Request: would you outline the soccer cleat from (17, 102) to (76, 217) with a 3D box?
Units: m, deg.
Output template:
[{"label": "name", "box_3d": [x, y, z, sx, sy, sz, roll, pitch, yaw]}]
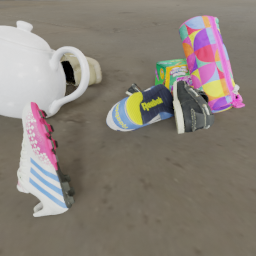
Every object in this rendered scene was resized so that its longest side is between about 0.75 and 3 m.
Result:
[{"label": "soccer cleat", "box_3d": [-1.454, 0.560, 4.415, 0.812, 1.881, 0.657, -17, 12, -6]}]

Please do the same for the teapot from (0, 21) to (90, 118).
[{"label": "teapot", "box_3d": [-2.788, -1.618, 7.195, 2.909, 2.125, 2.871, 11, 18, -29]}]

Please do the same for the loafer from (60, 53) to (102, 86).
[{"label": "loafer", "box_3d": [-1.921, -1.998, 9.322, 0.936, 1.037, 2.741, -20, 26, -33]}]

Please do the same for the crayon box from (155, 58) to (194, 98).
[{"label": "crayon box", "box_3d": [1.824, -1.524, 8.676, 1.976, 1.174, 0.576, -12, 31, -21]}]

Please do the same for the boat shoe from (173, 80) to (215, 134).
[{"label": "boat shoe", "box_3d": [1.526, -0.591, 6.800, 0.839, 0.891, 2.482, -11, 22, 11]}]

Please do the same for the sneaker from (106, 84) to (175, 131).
[{"label": "sneaker", "box_3d": [0.411, -0.486, 7.011, 1.006, 0.904, 2.445, -26, -7, 37]}]

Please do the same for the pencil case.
[{"label": "pencil case", "box_3d": [2.261, -1.684, 7.620, 1.209, 2.735, 1.209, -15, -9, -3]}]

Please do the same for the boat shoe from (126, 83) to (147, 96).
[{"label": "boat shoe", "box_3d": [0.493, -0.932, 8.203, 0.463, 0.492, 1.371, -53, 48, -2]}]
